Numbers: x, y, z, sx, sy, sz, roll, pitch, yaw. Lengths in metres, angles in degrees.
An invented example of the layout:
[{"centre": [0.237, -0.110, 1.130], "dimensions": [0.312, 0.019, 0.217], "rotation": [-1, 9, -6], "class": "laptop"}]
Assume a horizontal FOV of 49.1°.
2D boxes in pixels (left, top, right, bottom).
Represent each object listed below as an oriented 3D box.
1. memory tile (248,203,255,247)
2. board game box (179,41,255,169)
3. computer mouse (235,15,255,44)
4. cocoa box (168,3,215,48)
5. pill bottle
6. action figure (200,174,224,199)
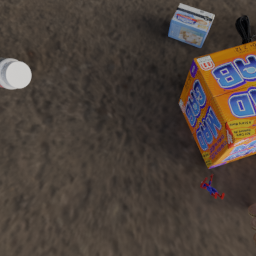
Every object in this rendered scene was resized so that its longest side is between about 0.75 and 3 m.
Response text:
[{"centre": [4.183, 2.167, 6.534], "dimensions": [2.495, 1.912, 0.209], "rotation": [-14, 100, 20], "class": "memory tile"}, {"centre": [3.050, -0.590, 7.630], "dimensions": [2.334, 2.336, 2.335], "rotation": [-17, 68, -7], "class": "board game box"}, {"centre": [4.979, -2.742, 8.880], "dimensions": [2.929, 0.674, 2.057], "rotation": [0, 74, -8], "class": "computer mouse"}, {"centre": [2.155, -3.517, 9.669], "dimensions": [1.285, 0.857, 0.843], "rotation": [23, 68, 9], "class": "cocoa box"}, {"centre": [-3.643, -1.635, 8.379], "dimensions": [1.575, 0.897, 0.897], "rotation": [15, 64, 41], "class": "pill bottle"}, {"centre": [2.153, 1.457, 7.248], "dimensions": [0.306, 0.938, 0.464], "rotation": [10, 93, -14], "class": "action figure"}]
